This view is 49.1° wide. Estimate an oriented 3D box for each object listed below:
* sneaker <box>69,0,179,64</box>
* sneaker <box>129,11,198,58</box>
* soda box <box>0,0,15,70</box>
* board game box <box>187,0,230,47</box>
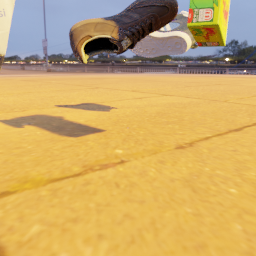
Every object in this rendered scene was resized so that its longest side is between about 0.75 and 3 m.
[{"bbox_3d":[-0.017,-2.185,6.545,2.689,1.016,0.947,-18,-29,4],"label":"sneaker"},{"bbox_3d":[1.312,-3.273,9.589,2.508,1.010,1.837,12,48,33],"label":"sneaker"},{"bbox_3d":[-2.835,-2.619,5.761,0.891,2.809,0.959,11,-19,-28],"label":"soda box"},{"bbox_3d":[1.601,-2.840,5.209,0.555,2.330,1.183,6,0,24],"label":"board game box"}]
